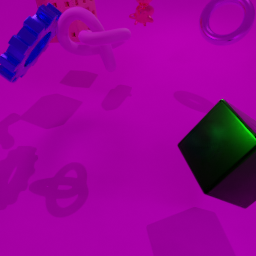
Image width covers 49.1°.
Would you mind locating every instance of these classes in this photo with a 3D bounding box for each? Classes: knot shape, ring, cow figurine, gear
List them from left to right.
[{"bbox_3d":[-2.131,-1.842,6.175,0.349,1.888,1.888,37,45,-14],"label":"gear"},{"bbox_3d":[-0.766,-1.845,5.780,1.453,1.553,0.718,24,79,-8],"label":"knot shape"},{"bbox_3d":[0.478,-4.019,8.635,0.846,1.516,1.540,16,7,12],"label":"cow figurine"},{"bbox_3d":[3.024,-3.357,8.660,1.666,1.666,0.333,30,8,28],"label":"ring"}]

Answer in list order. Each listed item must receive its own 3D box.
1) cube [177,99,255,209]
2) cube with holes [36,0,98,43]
[{"bbox_3d":[1.972,0.499,5.223,1.287,1.287,1.287,25,27,-32],"label":"cube"},{"bbox_3d":[-1.718,-3.275,8.245,1.188,1.188,1.188,6,33,23],"label":"cube with holes"}]
